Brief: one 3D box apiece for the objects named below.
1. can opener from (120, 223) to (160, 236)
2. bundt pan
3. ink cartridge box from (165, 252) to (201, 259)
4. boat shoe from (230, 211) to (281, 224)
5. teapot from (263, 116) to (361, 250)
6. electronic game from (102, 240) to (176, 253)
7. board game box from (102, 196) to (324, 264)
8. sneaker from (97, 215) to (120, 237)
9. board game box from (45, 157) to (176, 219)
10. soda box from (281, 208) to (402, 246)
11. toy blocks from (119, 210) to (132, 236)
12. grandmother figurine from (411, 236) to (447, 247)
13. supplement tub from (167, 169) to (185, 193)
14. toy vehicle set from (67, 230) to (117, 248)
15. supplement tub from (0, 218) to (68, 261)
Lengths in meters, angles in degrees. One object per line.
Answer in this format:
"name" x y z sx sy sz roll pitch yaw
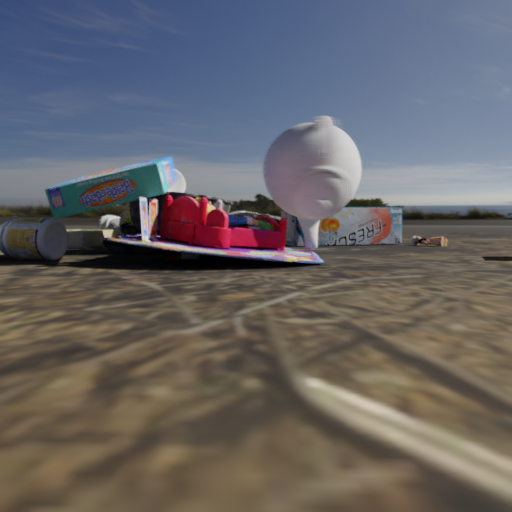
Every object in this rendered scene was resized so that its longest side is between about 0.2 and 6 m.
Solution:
"can opener" -2.512 -0.397 13.620 1.636 0.519 0.643 10 -22 5
"bundt pan" -1.717 -0.882 12.432 2.361 0.886 2.361 5 0 0
"ink cartridge box" -1.357 -0.035 10.466 0.630 0.158 0.726 1 4 -4
"boat shoe" 0.101 -0.844 16.411 2.659 0.940 0.847 2 3 6
"teapot" 1.142 -1.469 10.844 2.073 1.534 2.100 -35 -52 25
"electronic game" -2.402 -0.298 12.383 1.926 0.401 1.926 1 4 0
"board game box" -0.570 -0.566 10.166 3.529 0.870 4.467 6 4 3
"sneaker" -3.709 -0.781 17.317 1.093 0.996 2.666 17 17 19
"board game box" -2.520 -1.312 10.267 1.892 0.560 2.487 -13 13 0
"soda box" 2.328 -0.807 15.195 3.231 1.027 1.105 -2 5 -19
"toy blocks" -2.030 -0.762 14.850 2.627 0.954 2.190 -1 4 5
"grandmother figurine" 4.528 -0.388 14.736 0.577 0.288 0.951 9 -1 -44
"supplement tub" -2.372 -1.667 14.132 0.820 0.820 1.128 -3 -13 -35
"toy vehicle set" -5.540 -0.470 14.786 3.144 0.417 1.953 1 4 10
"supplement tub" -3.969 -0.298 9.936 1.028 0.747 0.747 2 4 19
